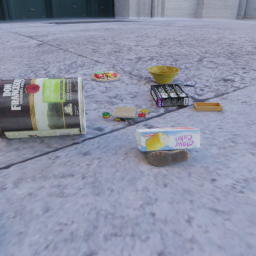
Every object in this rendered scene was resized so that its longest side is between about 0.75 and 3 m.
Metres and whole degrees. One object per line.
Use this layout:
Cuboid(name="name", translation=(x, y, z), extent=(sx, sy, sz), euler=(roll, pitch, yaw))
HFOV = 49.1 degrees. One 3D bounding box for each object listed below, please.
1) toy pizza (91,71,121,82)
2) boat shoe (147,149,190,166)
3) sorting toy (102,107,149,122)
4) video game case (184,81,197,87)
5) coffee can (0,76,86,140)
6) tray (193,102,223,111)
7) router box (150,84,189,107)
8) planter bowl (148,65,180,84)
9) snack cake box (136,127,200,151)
Cuboid(name="toy pizza", translation=(-1.257, -2.996, 15.994), extent=(1.714, 0.272, 1.714), euler=(0, 27, 0))
Cuboid(name="boat shoe", translation=(1.195, 0.880, 8.374), extent=(1.259, 0.469, 0.461), euler=(-3, 1, 4))
Cuboid(name="sorting toy", translation=(-0.072, -0.534, 11.160), extent=(1.813, 0.307, 0.874), euler=(2, 27, 5))
Cuboid(name="video game case", translation=(3.358, -2.386, 15.039), extent=(0.549, 0.073, 0.769), euler=(13, 31, 23))
Cuboid(name="coffee can", translation=(-2.892, -0.701, 9.582), extent=(2.763, 2.022, 2.022), euler=(-4, 27, -8))
Cuboid(name="tray", translation=(3.426, -0.910, 12.019), extent=(1.118, 0.207, 0.551), euler=(-1, 28, 0))
Cuboid(name="router box", translation=(1.868, -1.535, 12.926), extent=(1.372, 0.470, 1.839), euler=(-3, 27, -6))
Cuboid(name="planter bowl", translation=(1.933, -2.842, 15.225), extent=(1.705, 0.710, 1.705), euler=(-1, 28, 0))
Cuboid(name="snack cake box", translation=(1.211, 0.326, 8.791), extent=(1.810, 0.608, 1.041), euler=(-3, 2, -6))
